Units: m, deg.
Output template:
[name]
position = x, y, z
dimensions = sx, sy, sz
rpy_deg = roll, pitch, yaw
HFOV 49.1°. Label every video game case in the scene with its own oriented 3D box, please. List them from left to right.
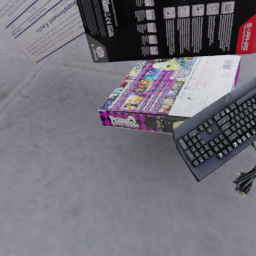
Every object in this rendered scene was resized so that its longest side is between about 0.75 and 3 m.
[video game case]
position = 0.934, -0.778, 5.564
dimensions = 2.211, 0.437, 2.439
rpy_deg = 7, 40, 24

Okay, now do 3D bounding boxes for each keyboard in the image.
[keyboard]
position = 1.261, 0.070, 2.901
dimensions = 1.529, 0.157, 0.972
rpy_deg = -32, 90, -14

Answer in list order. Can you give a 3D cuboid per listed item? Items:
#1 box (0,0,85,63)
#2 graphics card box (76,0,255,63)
[box]
position = -2.040, -3.289, 6.347
dimensions = 2.509, 2.729, 1.432
rpy_deg = -15, 38, 39
[graphics card box]
position = 0.494, -1.568, 3.501
dimensions = 2.213, 1.388, 0.563
rpy_deg = -2, 47, 11
